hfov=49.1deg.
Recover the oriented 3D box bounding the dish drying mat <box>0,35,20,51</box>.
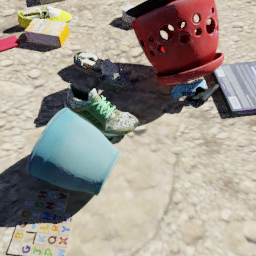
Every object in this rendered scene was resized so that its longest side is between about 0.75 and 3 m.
[{"bbox_3d":[-5.053,-3.126,10.784,1.664,0.151,0.639,-24,59,-17],"label":"dish drying mat"}]

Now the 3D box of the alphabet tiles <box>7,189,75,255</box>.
[{"bbox_3d":[-2.051,2.336,6.970,1.372,0.062,1.641,5,55,4],"label":"alphabet tiles"}]

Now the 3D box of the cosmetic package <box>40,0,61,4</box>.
[{"bbox_3d":[-3.390,-6.113,12.686,1.325,0.484,0.686,-16,56,-12],"label":"cosmetic package"}]

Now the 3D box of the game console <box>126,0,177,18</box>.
[{"bbox_3d":[1.135,-3.886,8.334,1.883,1.096,1.656,-4,54,44],"label":"game console"}]

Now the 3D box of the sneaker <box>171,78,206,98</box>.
[{"bbox_3d":[1.931,-1.185,8.876,1.139,0.446,0.512,-19,47,12],"label":"sneaker"}]

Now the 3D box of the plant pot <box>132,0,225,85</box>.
[{"bbox_3d":[1.624,-2.721,8.806,2.534,2.308,2.534,-18,19,6],"label":"plant pot"}]

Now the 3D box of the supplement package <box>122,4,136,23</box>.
[{"bbox_3d":[0.263,-4.702,11.673,0.908,0.498,0.517,25,59,17],"label":"supplement package"}]

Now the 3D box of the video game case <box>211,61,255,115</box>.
[{"bbox_3d":[4.546,-1.484,9.544,2.971,0.282,2.122,-6,55,-6],"label":"video game case"}]

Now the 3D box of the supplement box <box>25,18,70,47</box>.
[{"bbox_3d":[-3.147,-3.758,10.983,1.435,0.528,0.904,11,55,8],"label":"supplement box"}]

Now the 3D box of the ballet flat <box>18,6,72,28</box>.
[{"bbox_3d":[-3.422,-4.595,11.458,2.180,0.731,0.728,-11,56,-8],"label":"ballet flat"}]

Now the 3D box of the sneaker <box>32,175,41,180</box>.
[{"bbox_3d":[-2.535,1.002,7.714,0.368,0.383,0.976,-19,57,-11],"label":"sneaker"}]

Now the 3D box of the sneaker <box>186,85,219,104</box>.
[{"bbox_3d":[2.475,-1.192,9.285,0.593,0.341,1.137,38,68,20],"label":"sneaker"}]

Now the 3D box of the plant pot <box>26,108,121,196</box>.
[{"bbox_3d":[-1.223,0.755,7.070,1.788,1.903,1.903,29,58,2],"label":"plant pot"}]

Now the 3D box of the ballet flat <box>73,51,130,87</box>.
[{"bbox_3d":[-0.968,-2.107,9.684,2.245,0.808,0.808,24,58,16],"label":"ballet flat"}]

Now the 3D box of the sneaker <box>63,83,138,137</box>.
[{"bbox_3d":[-0.900,-0.600,8.376,2.573,1.140,0.989,22,58,15],"label":"sneaker"}]
